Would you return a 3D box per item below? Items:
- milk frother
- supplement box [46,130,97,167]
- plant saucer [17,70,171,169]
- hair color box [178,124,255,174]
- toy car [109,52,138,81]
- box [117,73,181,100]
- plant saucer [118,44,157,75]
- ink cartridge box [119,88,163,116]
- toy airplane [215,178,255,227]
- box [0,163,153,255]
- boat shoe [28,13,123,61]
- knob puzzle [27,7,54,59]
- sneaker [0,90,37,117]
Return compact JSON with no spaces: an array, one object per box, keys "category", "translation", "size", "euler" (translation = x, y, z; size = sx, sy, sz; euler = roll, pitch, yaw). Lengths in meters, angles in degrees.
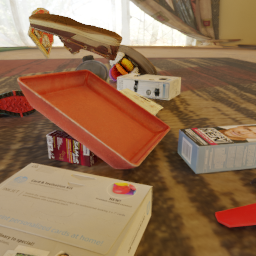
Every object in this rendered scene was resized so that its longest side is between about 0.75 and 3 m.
[{"category":"milk frother","translation":[-1.506,-1.263,8.984],"size":[1.790,1.684,1.616],"euler":[-29,67,-10]},{"category":"supplement box","translation":[-1.243,0.446,6.217],"size":[1.110,0.604,0.338],"euler":[8,22,22]},{"category":"plant saucer","translation":[-0.622,-0.304,6.608],"size":[2.945,0.540,2.939],"euler":[35,24,9]},{"category":"hair color box","translation":[2.325,0.409,6.235],"size":[2.160,0.655,1.069],"euler":[-3,20,-11]},{"category":"toy car","translation":[-0.413,-3.118,15.135],"size":[1.320,1.541,1.761],"euler":[-49,15,-7]},{"category":"box","translation":[0.912,-1.870,12.349],"size":[2.501,0.752,1.459],"euler":[11,23,28]},{"category":"plant saucer","translation":[0.393,-3.622,15.599],"size":[2.710,0.399,2.710],"euler":[35,-6,4]},{"category":"ink cartridge box","translation":[0.149,-0.627,8.739],"size":[1.486,0.439,1.856],"euler":[30,25,13]},{"category":"toy airplane","translation":[2.803,1.309,3.962],"size":[2.868,0.528,2.868],"euler":[-2,20,1]},{"category":"box","translation":[-1.160,1.456,3.449],"size":[2.277,0.601,2.921],"euler":[7,22,18]},{"category":"boat shoe","translation":[-1.330,-2.219,7.025],"size":[2.301,0.828,0.830],"euler":[11,32,-13]},{"category":"knob puzzle","translation":[-2.652,-3.193,8.992],"size":[0.221,1.595,1.595],"euler":[2,20,13]},{"category":"sneaker","translation":[-4.144,-0.897,9.505],"size":[2.264,0.898,1.082],"euler":[-4,19,-11]}]
